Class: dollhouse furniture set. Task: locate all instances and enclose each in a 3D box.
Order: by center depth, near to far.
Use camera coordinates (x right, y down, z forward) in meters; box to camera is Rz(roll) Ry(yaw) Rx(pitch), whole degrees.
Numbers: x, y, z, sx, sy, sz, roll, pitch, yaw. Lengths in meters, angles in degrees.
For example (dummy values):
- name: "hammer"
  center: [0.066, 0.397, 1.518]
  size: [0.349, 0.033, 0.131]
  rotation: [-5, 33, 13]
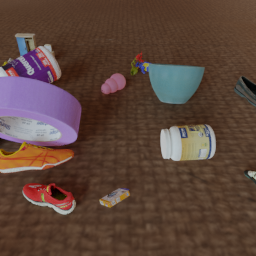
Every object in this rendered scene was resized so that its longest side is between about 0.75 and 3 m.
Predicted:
- name: "dollhouse furniture set"
  center: [-5.063, -3.712, 14.175]
  size: [2.029, 1.402, 2.149]
  rotation: [2, 38, 3]

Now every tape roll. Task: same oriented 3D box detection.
- name: "tape roll"
  center: [-2.887, -0.356, 8.256]
  size: [2.909, 2.909, 0.954]
  rotation: [3, 67, 4]

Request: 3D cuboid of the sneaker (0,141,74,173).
- name: "sneaker"
  center: [-2.766, 0.812, 8.390]
  size: [2.260, 0.872, 0.825]
  rotation: [-5, 3, -15]

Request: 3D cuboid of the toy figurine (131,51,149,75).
- name: "toy figurine"
  center: [0.813, -3.135, 13.970]
  size: [0.917, 0.807, 1.530]
  rotation: [17, 41, 14]

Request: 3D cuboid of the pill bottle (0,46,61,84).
- name: "pill bottle"
  center: [-4.313, -2.167, 11.736]
  size: [2.738, 1.540, 1.540]
  rotation: [-36, 48, -19]

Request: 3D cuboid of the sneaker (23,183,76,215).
- name: "sneaker"
  center: [-2.119, 1.728, 7.546]
  size: [1.604, 0.681, 0.618]
  rotation: [13, 38, 15]

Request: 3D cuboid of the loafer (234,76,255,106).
- name: "loafer"
  center: [5.401, -1.436, 11.716]
  size: [0.819, 0.717, 2.279]
  rotation: [-19, 41, -23]

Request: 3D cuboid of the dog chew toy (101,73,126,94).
- name: "dog chew toy"
  center: [-0.673, -1.911, 12.395]
  size: [1.207, 0.752, 0.752]
  rotation: [-37, 50, -28]

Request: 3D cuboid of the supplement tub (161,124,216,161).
- name: "supplement tub"
  center: [1.865, 0.468, 8.883]
  size: [1.532, 1.106, 1.106]
  rotation: [-3, 37, -4]

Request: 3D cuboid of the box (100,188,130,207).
- name: "box"
  center: [-0.315, 1.813, 7.379]
  size: [0.769, 0.159, 0.458]
  rotation: [-21, 11, -35]

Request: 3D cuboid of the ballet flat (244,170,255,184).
- name: "ballet flat"
  center: [3.754, 1.447, 8.277]
  size: [0.258, 0.260, 0.760]
  rotation: [-16, 39, -18]

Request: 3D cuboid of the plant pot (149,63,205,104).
- name: "plant pot"
  center: [1.881, -1.794, 11.339]
  size: [2.205, 1.485, 2.205]
  rotation: [3, 15, -1]
